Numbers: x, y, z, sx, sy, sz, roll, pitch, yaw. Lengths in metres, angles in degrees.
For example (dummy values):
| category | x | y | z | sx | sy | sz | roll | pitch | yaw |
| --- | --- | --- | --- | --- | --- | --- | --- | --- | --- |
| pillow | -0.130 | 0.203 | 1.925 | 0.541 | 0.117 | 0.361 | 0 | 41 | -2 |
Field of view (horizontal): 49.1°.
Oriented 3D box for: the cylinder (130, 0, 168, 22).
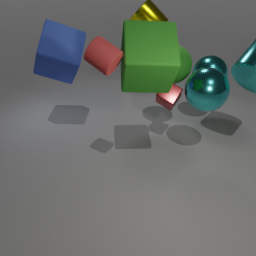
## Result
| category | x | y | z | sx | sy | sz | roll | pitch | yaw |
| --- | --- | --- | --- | --- | --- | --- | --- | --- | --- |
| cylinder | 1.021 | -5.286 | 13.744 | 1.400 | 1.400 | 1.400 | 43 | 31 | -12 |

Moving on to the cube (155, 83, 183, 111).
| category | x | y | z | sx | sy | sz | roll | pitch | yaw |
| --- | --- | --- | --- | --- | --- | --- | --- | --- | --- |
| cube | 1.467 | -1.164 | 10.063 | 0.700 | 0.700 | 0.700 | 33 | 78 | 11 |

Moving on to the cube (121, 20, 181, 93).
| category | x | y | z | sx | sy | sz | roll | pitch | yaw |
| --- | --- | --- | --- | --- | --- | --- | --- | --- | --- |
| cube | 0.539 | -1.905 | 7.667 | 1.400 | 1.400 | 1.400 | 0 | 67 | -5 |

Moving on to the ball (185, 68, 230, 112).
| category | x | y | z | sx | sy | sz | roll | pitch | yaw |
| --- | --- | --- | --- | --- | --- | --- | --- | --- | --- |
| ball | 2.530 | -1.222 | 8.984 | 1.400 | 1.400 | 1.400 | 0 | 31 | 0 |

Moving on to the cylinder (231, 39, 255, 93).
| category | x | y | z | sx | sy | sz | roll | pitch | yaw |
| --- | --- | --- | --- | --- | --- | --- | --- | --- | --- |
| cylinder | 4.413 | -2.099 | 9.245 | 1.400 | 1.400 | 1.400 | -48 | 47 | -9 |

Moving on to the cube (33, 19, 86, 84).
| category | x | y | z | sx | sy | sz | roll | pitch | yaw |
| --- | --- | --- | --- | --- | --- | --- | --- | --- | --- |
| cube | -2.378 | -2.593 | 9.726 | 1.400 | 1.400 | 1.400 | 14 | 68 | -18 |

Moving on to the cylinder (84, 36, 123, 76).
| category | x | y | z | sx | sy | sz | roll | pitch | yaw |
| --- | --- | --- | --- | --- | --- | --- | --- | --- | --- |
| cylinder | -0.593 | -1.750 | 6.824 | 0.700 | 0.700 | 0.700 | 36 | 39 | 4 |

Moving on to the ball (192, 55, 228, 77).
| category | x | y | z | sx | sy | sz | roll | pitch | yaw |
| --- | --- | --- | --- | --- | --- | --- | --- | --- | --- |
| ball | 3.301 | -2.210 | 11.296 | 1.400 | 1.400 | 1.400 | 0 | 31 | 0 |

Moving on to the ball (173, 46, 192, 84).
| category | x | y | z | sx | sy | sz | roll | pitch | yaw |
| --- | --- | --- | --- | --- | --- | --- | --- | --- | --- |
| ball | 1.639 | -2.327 | 10.267 | 1.400 | 1.400 | 1.400 | 0 | 31 | 0 |
